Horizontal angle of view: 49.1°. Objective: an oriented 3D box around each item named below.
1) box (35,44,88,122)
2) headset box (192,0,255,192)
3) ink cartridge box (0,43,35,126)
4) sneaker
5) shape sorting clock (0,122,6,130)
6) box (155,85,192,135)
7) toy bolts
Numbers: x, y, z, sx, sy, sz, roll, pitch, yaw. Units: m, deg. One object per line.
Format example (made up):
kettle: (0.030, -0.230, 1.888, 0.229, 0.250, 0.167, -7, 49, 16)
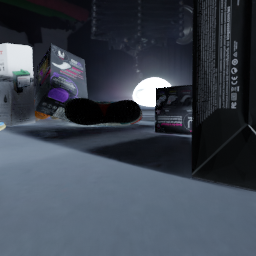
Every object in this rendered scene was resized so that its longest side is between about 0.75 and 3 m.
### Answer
box: (-2.512, -1.682, 10.515, 1.505, 2.463, 1.306, 21, -49, -33)
headset box: (1.827, -0.603, 2.809, 2.698, 2.005, 1.012, -5, 7, -42)
ink cartridge box: (-4.093, -1.384, 9.150, 1.839, 2.518, 1.062, 2, 8, 26)
sneaker: (-0.744, -0.416, 8.968, 2.531, 0.891, 1.183, 1, -10, 14)
shape sorting clock: (-3.414, 0.010, 6.147, 1.339, 0.263, 1.339, 3, 9, 0)
box: (1.570, -0.393, 6.399, 1.199, 1.041, 1.814, 2, 3, 40)
toy bolts: (-3.332, -1.107, 11.822, 1.386, 1.909, 1.998, -36, -27, 23)
